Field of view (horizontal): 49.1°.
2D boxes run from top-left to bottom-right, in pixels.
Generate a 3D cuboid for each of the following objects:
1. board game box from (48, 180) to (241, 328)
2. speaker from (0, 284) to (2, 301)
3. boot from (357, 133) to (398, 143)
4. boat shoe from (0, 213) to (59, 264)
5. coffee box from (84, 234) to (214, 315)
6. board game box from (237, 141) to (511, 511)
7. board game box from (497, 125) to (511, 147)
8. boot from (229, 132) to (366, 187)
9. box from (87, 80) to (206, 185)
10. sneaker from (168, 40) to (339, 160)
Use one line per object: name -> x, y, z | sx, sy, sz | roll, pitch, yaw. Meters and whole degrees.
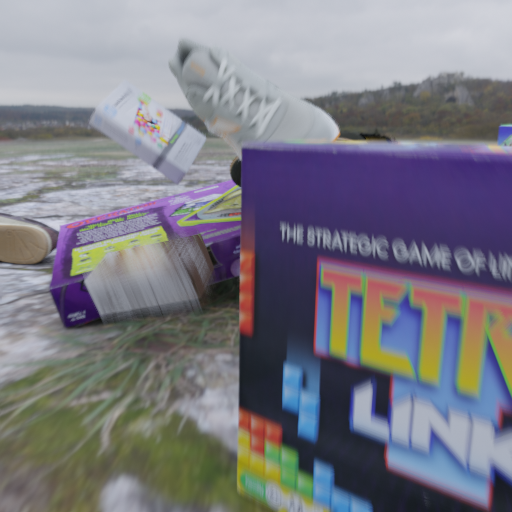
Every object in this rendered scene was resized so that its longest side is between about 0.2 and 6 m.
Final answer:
board game box -> -0.478, -0.473, 8.229 | 4.777, 0.771, 2.867 | -16, 26, -10
speaker -> -3.772, 0.596, 6.500 | 0.663, 0.663, 1.634 | 5, 16, 18
boot -> 1.812, -1.792, 10.139 | 2.041, 0.755, 1.673 | 25, 0, 12
boat shoe -> -4.515, -0.345, 9.803 | 2.391, 0.860, 0.775 | 7, 9, 16
coffee box -> -1.101, 0.195, 5.890 | 1.143, 0.456, 0.654 | -11, 26, 14
board game box -> 1.219, 0.627, 3.001 | 2.884, 2.384, 0.818 | 10, 17, 37
board game box -> 6.585, -1.586, 11.717 | 0.473, 2.187, 3.250 | -11, 18, -34
boot -> 0.310, -0.994, 7.420 | 2.080, 0.806, 1.439 | -7, 34, 34
box -> -1.799, -2.127, 9.566 | 1.742, 0.359, 1.358 | 34, 35, -12
sneaker -> -0.247, -1.872, 6.984 | 1.375, 1.132, 2.989 | 35, 4, -43
